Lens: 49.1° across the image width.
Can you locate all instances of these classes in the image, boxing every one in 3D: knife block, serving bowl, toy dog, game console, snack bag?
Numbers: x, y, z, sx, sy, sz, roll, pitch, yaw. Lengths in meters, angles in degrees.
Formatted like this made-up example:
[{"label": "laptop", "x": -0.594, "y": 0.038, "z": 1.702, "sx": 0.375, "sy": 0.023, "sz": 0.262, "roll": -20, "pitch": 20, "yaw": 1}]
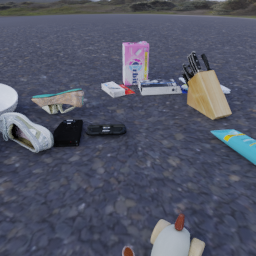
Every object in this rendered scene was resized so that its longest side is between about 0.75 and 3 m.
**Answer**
[{"label": "knife block", "x": 3.569, "y": -2.067, "z": 12.832, "sx": 0.927, "sy": 2.542, "sz": 2.896, "roll": -13, "pitch": 31, "yaw": -20}, {"label": "serving bowl", "x": -6.278, "y": -0.998, "z": 12.389, "sx": 2.717, "sy": 0.894, "sz": 2.717, "roll": 6, "pitch": 35, "yaw": -4}, {"label": "toy dog", "x": 0.719, "y": 2.659, "z": 5.578, "sx": 1.636, "sy": 1.194, "sz": 2.480, "roll": 6, "pitch": 29, "yaw": 12}, {"label": "game console", "x": -1.491, "y": 0.162, "z": 11.072, "sx": 2.858, "sy": 0.345, "sz": 1.686, "roll": -2, "pitch": 29, "yaw": -2}, {"label": "snack bag", "x": 4.174, "y": -2.420, "z": 15.508, "sx": 2.251, "sy": 0.241, "sz": 2.122, "roll": 0, "pitch": 28, "yaw": -21}]

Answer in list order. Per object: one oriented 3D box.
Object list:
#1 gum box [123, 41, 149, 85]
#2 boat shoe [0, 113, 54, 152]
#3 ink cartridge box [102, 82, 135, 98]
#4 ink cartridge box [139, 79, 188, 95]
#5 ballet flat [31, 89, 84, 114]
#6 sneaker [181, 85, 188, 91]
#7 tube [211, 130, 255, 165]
[{"label": "gum box", "x": 0.424, "y": -3.717, "z": 15.977, "sx": 1.370, "sy": 2.415, "sz": 0.798, "roll": -4, "pitch": 29, "yaw": -8}, {"label": "boat shoe", "x": -4.000, "y": 0.174, "z": 10.395, "sx": 2.721, "sy": 1.003, "sz": 0.873, "roll": 23, "pitch": 31, "yaw": 24}, {"label": "ink cartridge box", "x": -0.537, "y": -2.170, "z": 15.331, "sx": 1.336, "sy": 0.339, "sz": 1.517, "roll": -16, "pitch": 33, "yaw": -25}, {"label": "ink cartridge box", "x": 1.928, "y": -2.272, "z": 15.370, "sx": 2.565, "sy": 0.503, "sz": 1.276, "roll": -3, "pitch": 28, "yaw": -7}, {"label": "ballet flat", "x": -3.169, "y": -1.107, "z": 12.472, "sx": 2.828, "sy": 0.951, "sz": 0.963, "roll": -4, "pitch": 9, "yaw": 30}, {"label": "sneaker", "x": 3.329, "y": -2.144, "z": 15.262, "sx": 0.814, "sy": 0.308, "sz": 0.428, "roll": 4, "pitch": 31, "yaw": -6}, {"label": "tube", "x": 4.226, "y": 0.680, "z": 9.865, "sx": 1.125, "sy": 0.732, "sz": 2.906, "roll": 2, "pitch": 22, "yaw": -22}]
